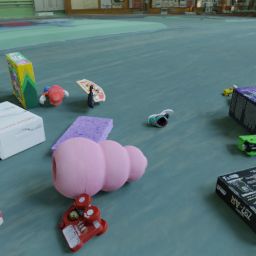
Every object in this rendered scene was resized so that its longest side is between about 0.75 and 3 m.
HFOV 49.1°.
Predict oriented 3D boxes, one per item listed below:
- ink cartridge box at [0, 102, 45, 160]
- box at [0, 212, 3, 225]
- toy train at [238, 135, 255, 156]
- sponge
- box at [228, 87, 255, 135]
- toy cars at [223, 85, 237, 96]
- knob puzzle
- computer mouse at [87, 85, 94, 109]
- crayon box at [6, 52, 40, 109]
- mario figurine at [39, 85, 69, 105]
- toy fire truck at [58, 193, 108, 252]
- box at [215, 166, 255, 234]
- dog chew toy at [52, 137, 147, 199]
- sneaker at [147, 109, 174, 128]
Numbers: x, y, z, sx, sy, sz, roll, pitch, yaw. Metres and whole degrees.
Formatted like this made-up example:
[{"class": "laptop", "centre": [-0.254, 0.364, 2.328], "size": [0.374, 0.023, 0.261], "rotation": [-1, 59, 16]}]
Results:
[{"class": "ink cartridge box", "centre": [-4.085, 0.007, 9.331], "size": [2.215, 0.923, 1.609], "rotation": [22, 35, 35]}, {"class": "box", "centre": [-3.542, 2.049, 5.366], "size": [0.973, 1.016, 2.038], "rotation": [9, 30, 16]}, {"class": "toy train", "centre": [4.868, 0.450, 8.955], "size": [2.755, 0.575, 0.777], "rotation": [-4, 18, -7]}, {"class": "sponge", "centre": [-1.438, 0.286, 9.431], "size": [1.342, 0.359, 2.405], "rotation": [6, 29, 10]}, {"class": "box", "centre": [5.032, -0.598, 10.205], "size": [1.681, 1.185, 2.272], "rotation": [-5, 28, -11]}, {"class": "toy cars", "centre": [5.436, -1.622, 12.958], "size": [1.970, 0.436, 0.883], "rotation": [22, 35, 35]}, {"class": "knob puzzle", "centre": [-1.462, -1.688, 12.201], "size": [1.509, 0.209, 1.509], "rotation": [33, 26, -19]}, {"class": "computer mouse", "centre": [-1.524, -1.238, 11.281], "size": [0.248, 0.942, 0.653], "rotation": [-1, 22, -2]}, {"class": "crayon box", "centre": [-4.639, -2.123, 12.286], "size": [0.654, 1.937, 2.245], "rotation": [-17, 32, -28]}, {"class": "mario figurine", "centre": [-3.295, -1.379, 12.471], "size": [1.141, 0.980, 1.849], "rotation": [-46, 26, -2]}, {"class": "toy fire truck", "centre": [-1.028, 2.005, 6.014], "size": [0.906, 0.605, 1.079], "rotation": [-32, 37, -17]}, {"class": "box", "centre": [3.661, 1.629, 6.689], "size": [2.385, 0.519, 1.911], "rotation": [-10, 30, -19]}, {"class": "dog chew toy", "centre": [-0.646, 0.954, 7.092], "size": [2.411, 1.501, 1.501], "rotation": [-2, 27, -23]}, {"class": "sneaker", "centre": [1.370, -0.357, 10.498], "size": [1.123, 0.470, 0.678], "rotation": [-21, 28, -20]}]
